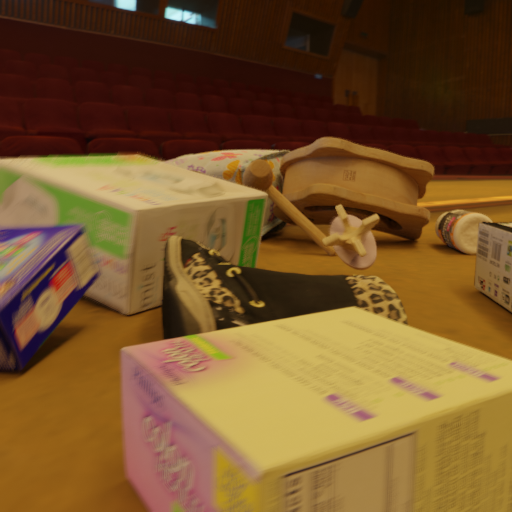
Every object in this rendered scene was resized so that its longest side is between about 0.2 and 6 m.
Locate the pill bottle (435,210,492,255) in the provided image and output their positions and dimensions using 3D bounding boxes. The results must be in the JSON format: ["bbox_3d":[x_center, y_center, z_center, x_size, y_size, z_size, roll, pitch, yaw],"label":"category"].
[{"bbox_3d":[3.256,-0.397,8.841,0.641,0.641,1.102,0,9,-1],"label":"pill bottle"}]

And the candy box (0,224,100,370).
[{"bbox_3d":[-2.151,0.262,4.256,1.445,0.557,1.222,0,30,14],"label":"candy box"}]

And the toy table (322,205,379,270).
[{"bbox_3d":[1.087,-0.226,6.399,0.674,0.733,0.429,-35,-27,-2],"label":"toy table"}]

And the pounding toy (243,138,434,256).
[{"bbox_3d":[1.275,-0.699,9.397,3.350,1.922,1.915,12,-14,-10],"label":"pounding toy"}]

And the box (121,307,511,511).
[{"bbox_3d":[0.275,0.737,2.350,1.349,0.652,1.186,-5,11,-31],"label":"box"}]

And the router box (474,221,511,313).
[{"bbox_3d":[3.453,0.272,4.500,2.347,0.803,3.147,1,10,3],"label":"router box"}]

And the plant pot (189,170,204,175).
[{"bbox_3d":[-0.944,-0.579,8.262,0.972,0.982,0.982,-52,33,-17],"label":"plant pot"}]

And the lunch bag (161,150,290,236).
[{"bbox_3d":[-0.507,-1.209,10.640,2.219,1.664,2.617,2,20,23],"label":"lunch bag"}]

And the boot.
[{"bbox_3d":[0.070,0.354,4.346,1.568,0.749,2.076,0,16,-12],"label":"boot"}]

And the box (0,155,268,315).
[{"bbox_3d":[-1.414,-0.373,6.361,2.290,1.107,2.021,21,20,33],"label":"box"}]
